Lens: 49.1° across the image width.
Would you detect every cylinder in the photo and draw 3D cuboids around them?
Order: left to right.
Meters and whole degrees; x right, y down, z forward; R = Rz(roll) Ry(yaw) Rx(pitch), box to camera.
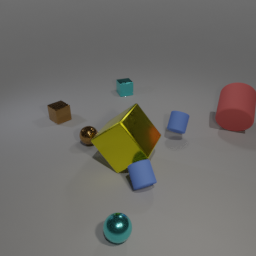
[{"bbox_3d":[0.409,1.369,8.222,0.700,0.700,0.700,-12,72,-19],"label":"cylinder"},{"bbox_3d":[1.879,-0.213,10.497,0.700,0.700,0.700,16,-7,2],"label":"cylinder"},{"bbox_3d":[4.277,-0.826,11.070,1.400,1.400,1.400,11,56,18],"label":"cylinder"}]

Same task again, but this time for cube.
[{"bbox_3d":[-2.913,-0.667,11.926,0.700,0.700,0.700,-27,39,-36],"label":"cube"},{"bbox_3d":[-0.165,-2.082,14.320,0.700,0.700,0.700,-10,32,-17],"label":"cube"},{"bbox_3d":[-0.030,0.322,9.023,1.400,1.400,1.400,-31,12,35],"label":"cube"}]

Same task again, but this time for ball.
[{"bbox_3d":[-1.440,0.267,10.319,0.700,0.700,0.700,0,31,0],"label":"ball"},{"bbox_3d":[-0.247,2.391,6.730,0.700,0.700,0.700,0,31,0],"label":"ball"}]
